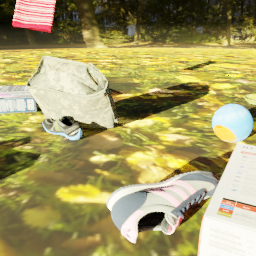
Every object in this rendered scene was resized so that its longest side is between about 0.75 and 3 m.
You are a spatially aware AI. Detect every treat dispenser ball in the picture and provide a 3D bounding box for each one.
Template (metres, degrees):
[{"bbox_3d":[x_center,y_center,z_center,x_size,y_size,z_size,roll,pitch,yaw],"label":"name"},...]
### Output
[{"bbox_3d":[2.737,-0.125,7.336,1.013,1.013,1.013,0,19,0],"label":"treat dispenser ball"}]

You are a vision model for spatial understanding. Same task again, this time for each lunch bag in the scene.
[{"bbox_3d":[-1.377,-0.892,7.982,2.256,1.850,1.326,13,62,13],"label":"lunch bag"}]

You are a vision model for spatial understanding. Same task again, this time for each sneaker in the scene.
[{"bbox_3d":[-1.817,-0.090,7.859,1.446,0.599,0.513,14,22,33],"label":"sneaker"},{"bbox_3d":[0.703,1.224,4.299,1.952,0.685,0.801,-10,39,-20],"label":"sneaker"}]

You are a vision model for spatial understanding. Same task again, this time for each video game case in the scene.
[{"bbox_3d":[-3.750,-1.408,10.483,2.481,0.235,1.773,-4,16,-15],"label":"video game case"}]

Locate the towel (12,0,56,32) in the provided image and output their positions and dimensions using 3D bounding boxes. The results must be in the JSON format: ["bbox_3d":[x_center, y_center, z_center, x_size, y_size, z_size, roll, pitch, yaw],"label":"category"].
[{"bbox_3d":[-3.286,-4.305,9.961,1.346,1.861,0.209,6,-16,-11],"label":"towel"}]

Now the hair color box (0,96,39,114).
[{"bbox_3d":[-4.302,-0.919,10.268,1.873,0.567,0.937,-3,19,-11],"label":"hair color box"}]

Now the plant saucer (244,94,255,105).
[{"bbox_3d":[5.455,-1.126,11.398,1.382,0.215,1.382,1,19,0],"label":"plant saucer"}]

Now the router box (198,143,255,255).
[{"bbox_3d":[2.810,1.233,3.887,2.967,0.725,2.662,11,22,28],"label":"router box"}]
